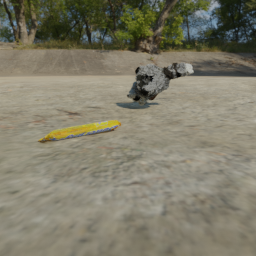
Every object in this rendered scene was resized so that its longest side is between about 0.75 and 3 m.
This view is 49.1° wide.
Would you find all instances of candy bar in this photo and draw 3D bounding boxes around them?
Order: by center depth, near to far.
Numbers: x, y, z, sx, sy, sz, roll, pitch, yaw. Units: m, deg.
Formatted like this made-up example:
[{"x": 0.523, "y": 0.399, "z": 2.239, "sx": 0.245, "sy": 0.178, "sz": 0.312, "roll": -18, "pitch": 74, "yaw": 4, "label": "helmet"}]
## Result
[{"x": -1.182, "y": 0.063, "z": 7.315, "sx": 2.257, "sy": 0.250, "sz": 0.563, "roll": -10, "pitch": -8, "yaw": -34, "label": "candy bar"}]

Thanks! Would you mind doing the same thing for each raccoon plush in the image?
[{"x": 1.272, "y": -1.679, "z": 11.597, "sx": 2.658, "sy": 1.286, "sz": 1.781, "roll": -2, "pitch": -17, "yaw": 0, "label": "raccoon plush"}]

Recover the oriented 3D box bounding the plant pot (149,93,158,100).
[{"x": 1.177, "y": -1.778, "z": 12.808, "sx": 0.732, "sy": 0.732, "sz": 0.783, "roll": -12, "pitch": -19, "yaw": -42, "label": "plant pot"}]
